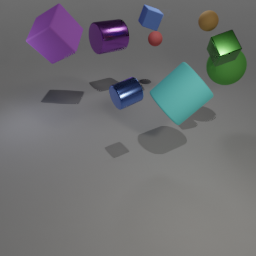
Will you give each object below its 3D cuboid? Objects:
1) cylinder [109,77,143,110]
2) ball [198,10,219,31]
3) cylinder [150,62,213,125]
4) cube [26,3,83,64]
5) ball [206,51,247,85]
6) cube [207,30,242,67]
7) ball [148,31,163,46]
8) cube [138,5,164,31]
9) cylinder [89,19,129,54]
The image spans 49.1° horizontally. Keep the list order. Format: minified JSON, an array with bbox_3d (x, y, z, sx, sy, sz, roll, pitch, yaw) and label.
[{"bbox_3d":[-0.052,-0.940,7.605,0.700,0.700,0.700,-26,38,-19],"label":"cylinder"},{"bbox_3d":[2.863,-3.811,9.975,0.700,0.700,0.700,0,31,0],"label":"ball"},{"bbox_3d":[1.627,-1.045,8.611,1.400,1.400,1.400,-41,30,13],"label":"cylinder"},{"bbox_3d":[-2.849,-3.668,11.031,1.400,1.400,1.400,-14,53,32],"label":"cube"},{"bbox_3d":[3.588,-2.273,10.244,1.400,1.400,1.400,0,31,0],"label":"ball"},{"bbox_3d":[2.917,-2.423,8.553,0.700,0.700,0.700,-19,75,0],"label":"cube"},{"bbox_3d":[1.309,-4.287,13.460,0.700,0.700,0.700,0,31,0],"label":"ball"},{"bbox_3d":[0.922,-4.516,11.470,0.700,0.700,0.700,10,34,-22],"label":"cube"},{"bbox_3d":[-0.888,-4.210,12.908,1.400,1.400,1.400,-19,36,-29],"label":"cylinder"}]
